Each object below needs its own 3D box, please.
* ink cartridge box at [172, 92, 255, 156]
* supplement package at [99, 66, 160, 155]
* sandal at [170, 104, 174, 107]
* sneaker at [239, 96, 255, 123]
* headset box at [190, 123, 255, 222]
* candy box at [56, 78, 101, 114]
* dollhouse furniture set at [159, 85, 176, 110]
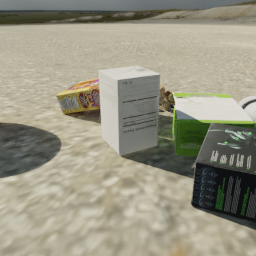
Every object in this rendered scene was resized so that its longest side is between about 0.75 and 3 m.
[{"bbox_3d":[2.077,-0.206,7.433,1.748,0.896,2.365,2,24,5],"label":"ink cartridge box"},{"bbox_3d":[0.021,-0.469,6.846,1.103,1.842,1.117,-12,27,-25],"label":"supplement package"},{"bbox_3d":[1.321,-1.005,9.854,1.407,0.337,0.529,17,29,32],"label":"sandal"},{"bbox_3d":[4.552,-0.428,7.893,2.589,0.973,1.488,-9,26,-8],"label":"sneaker"},{"bbox_3d":[2.253,0.769,5.188,2.075,0.963,1.807,10,27,21],"label":"headset box"},{"bbox_3d":[-0.806,-1.140,8.858,2.535,0.716,1.479,-6,23,31],"label":"candy box"},{"bbox_3d":[0.504,-0.577,9.042,1.779,0.869,1.517,-37,40,-14],"label":"dollhouse furniture set"}]
